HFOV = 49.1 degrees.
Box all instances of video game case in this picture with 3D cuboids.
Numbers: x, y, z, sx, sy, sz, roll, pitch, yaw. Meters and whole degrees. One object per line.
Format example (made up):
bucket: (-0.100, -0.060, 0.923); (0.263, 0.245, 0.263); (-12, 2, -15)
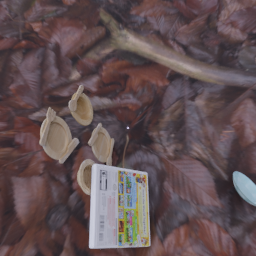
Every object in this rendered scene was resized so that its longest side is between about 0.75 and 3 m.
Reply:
video game case: (-0.164, 1.964, 7.033); (1.741, 0.219, 1.913); (16, 63, -36)

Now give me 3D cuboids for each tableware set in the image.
tableware set: (-1.088, 0.341, 7.048); (0.309, 2.666, 2.227); (-11, 38, 26)

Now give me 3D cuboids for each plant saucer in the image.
plant saucer: (3.150, 1.667, 7.437); (1.120, 1.120, 0.216); (48, 120, 16)
